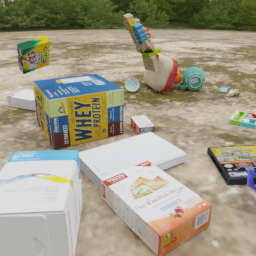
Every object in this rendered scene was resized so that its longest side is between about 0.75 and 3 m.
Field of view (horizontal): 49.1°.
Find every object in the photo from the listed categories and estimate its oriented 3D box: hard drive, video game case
[{"bbox_3d":[0.077,0.918,8.639,2.885,0.379,1.903,-15,28,-30],"label":"hard drive"},{"bbox_3d":[3.651,1.064,8.471,1.994,0.254,1.802,-2,25,-2],"label":"video game case"}]

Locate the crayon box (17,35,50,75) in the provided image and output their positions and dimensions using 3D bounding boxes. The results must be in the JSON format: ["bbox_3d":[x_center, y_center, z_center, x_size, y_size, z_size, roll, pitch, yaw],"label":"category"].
[{"bbox_3d":[-2.985,-2.309,8.900,0.947,1.097,0.320,-30,73,-29],"label":"crayon box"}]

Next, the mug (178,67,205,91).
[{"bbox_3d":[3.596,-2.572,15.492,1.195,1.454,0.899,22,27,-8],"label":"mug"}]

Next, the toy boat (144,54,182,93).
[{"bbox_3d":[2.171,-3.013,15.819,1.920,1.916,2.937,16,18,-24],"label":"toy boat"}]

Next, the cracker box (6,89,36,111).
[{"bbox_3d":[-4.590,-1.343,13.345,1.878,0.542,1.258,11,27,20],"label":"cracker box"}]

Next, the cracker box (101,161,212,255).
[{"bbox_3d":[0.565,1.709,6.570,1.526,0.657,2.278,-17,29,-32],"label":"cracker box"}]

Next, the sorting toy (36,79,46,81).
[{"bbox_3d":[-4.360,-2.429,15.939,1.909,0.343,2.562,-5,25,-11],"label":"sorting toy"}]

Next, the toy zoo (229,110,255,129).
[{"bbox_3d":[5.267,-0.269,11.425,1.932,0.198,1.268,16,29,30],"label":"toy zoo"}]

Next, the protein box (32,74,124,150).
[{"bbox_3d":[-1.922,-0.795,10.627,2.668,1.800,2.649,-13,28,-25],"label":"protein box"}]

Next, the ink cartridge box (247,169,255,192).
[{"bbox_3d":[4.206,1.650,6.190,2.997,1.144,2.045,8,26,21],"label":"ink cartridge box"}]

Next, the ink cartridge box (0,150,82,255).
[{"bbox_3d":[-1.808,1.620,5.713,1.521,1.528,2.083,-1,24,-3],"label":"ink cartridge box"}]

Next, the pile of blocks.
[{"bbox_3d":[0.876,-4.095,13.030,0.912,2.936,1.205,-31,8,-20],"label":"pile of blocks"}]

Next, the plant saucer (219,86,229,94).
[{"bbox_3d":[5.347,-2.131,15.594,0.402,0.109,1.149,11,26,22],"label":"plant saucer"}]

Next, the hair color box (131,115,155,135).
[{"bbox_3d":[0.549,-0.118,10.915,0.623,0.359,1.123,-6,24,-14],"label":"hair color box"}]

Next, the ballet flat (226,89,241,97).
[{"bbox_3d":[5.522,-1.853,14.717,1.002,0.327,0.353,-15,28,-29],"label":"ballet flat"}]

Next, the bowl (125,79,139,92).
[{"bbox_3d":[0.253,-2.285,15.434,0.775,0.775,0.417,3,-17,7],"label":"bowl"}]
